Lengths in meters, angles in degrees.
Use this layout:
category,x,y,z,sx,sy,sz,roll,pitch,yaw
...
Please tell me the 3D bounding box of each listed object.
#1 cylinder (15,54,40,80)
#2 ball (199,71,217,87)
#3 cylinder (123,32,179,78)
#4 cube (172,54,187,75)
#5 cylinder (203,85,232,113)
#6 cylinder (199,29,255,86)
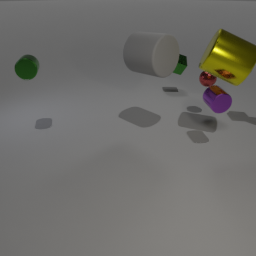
category,x,y,z,sx,sy,sz,roll,pitch,yaw
cylinder,-3.318,-2.012,9.247,0.700,0.700,0.700,-5,26,-9
ball,3.277,-2.037,11.487,0.700,0.700,0.700,0,28,0
cylinder,0.794,-2.527,9.590,1.400,1.400,1.400,-24,33,-38
cube,2.477,-3.205,13.987,0.700,0.700,0.700,14,55,-14
cylinder,2.880,-0.933,9.062,0.700,0.700,0.700,-5,32,-10
cylinder,3.267,-2.290,9.145,1.400,1.400,1.400,26,31,0
